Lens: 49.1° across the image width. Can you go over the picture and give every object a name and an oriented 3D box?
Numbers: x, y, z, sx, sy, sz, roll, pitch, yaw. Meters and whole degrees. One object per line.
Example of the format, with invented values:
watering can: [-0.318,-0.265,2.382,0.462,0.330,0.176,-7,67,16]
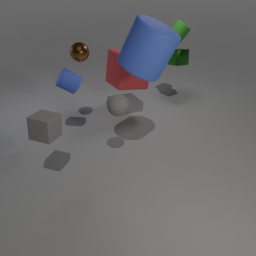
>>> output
cylinder: [0.593,-2.312,8.146,1.400,1.400,1.400,21,32,-14]
cylinder: [-2.121,-1.680,10.026,0.700,0.700,0.700,26,21,-27]
cylinder: [2.260,-4.255,12.326,0.700,0.700,0.700,35,17,-12]
ball: [-1.740,-2.718,10.053,0.700,0.700,0.700,0,32,0]
cube: [-2.367,-0.048,8.005,0.700,0.700,0.700,12,27,16]
cube: [2.313,-3.261,12.882,0.700,0.700,0.700,-15,24,-34]
cube: [-0.001,-2.472,11.764,1.400,1.400,1.400,-6,27,-27]
ball: [-0.311,-0.720,8.824,0.700,0.700,0.700,0,32,0]
